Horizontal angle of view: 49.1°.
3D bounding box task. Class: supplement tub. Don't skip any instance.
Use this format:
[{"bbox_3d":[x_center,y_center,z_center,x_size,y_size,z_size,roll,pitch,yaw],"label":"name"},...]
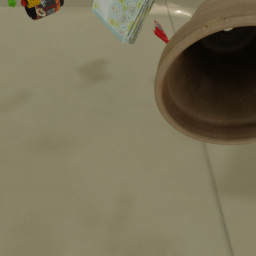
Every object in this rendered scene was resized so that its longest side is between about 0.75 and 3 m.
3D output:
[{"bbox_3d":[-2.603,-3.892,8.845,0.646,0.646,1.207,27,49,27],"label":"supplement tub"}]

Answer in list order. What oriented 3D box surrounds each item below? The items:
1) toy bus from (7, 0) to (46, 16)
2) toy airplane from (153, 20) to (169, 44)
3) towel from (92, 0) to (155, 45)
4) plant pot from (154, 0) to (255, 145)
[{"bbox_3d":[-2.812,-3.870,7.640,1.280,0.661,1.208,4,62,-36],"label":"toy bus"},{"bbox_3d":[0.899,-1.728,5.719,1.161,0.213,1.161,40,16,-14],"label":"toy airplane"},{"bbox_3d":[-0.127,-2.315,5.198,0.300,1.067,1.246,-27,70,-41],"label":"towel"},{"bbox_3d":[1.646,-1.172,4.419,2.282,2.282,1.990,7,51,8],"label":"plant pot"}]
